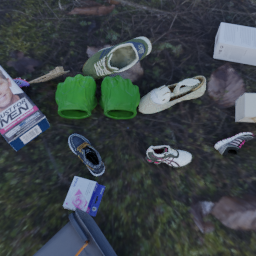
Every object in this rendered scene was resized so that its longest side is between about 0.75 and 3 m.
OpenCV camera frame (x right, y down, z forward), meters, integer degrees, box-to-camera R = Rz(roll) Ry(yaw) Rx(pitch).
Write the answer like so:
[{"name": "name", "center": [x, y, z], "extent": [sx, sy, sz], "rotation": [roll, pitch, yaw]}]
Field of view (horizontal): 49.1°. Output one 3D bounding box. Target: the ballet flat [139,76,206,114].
[{"name": "ballet flat", "center": [1.579, -1.304, 10.093], "extent": [2.692, 0.839, 0.908], "rotation": [-20, 62, -11]}]

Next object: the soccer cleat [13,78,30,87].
[{"name": "soccer cleat", "center": [-4.327, -1.670, 10.606], "extent": [1.212, 0.404, 0.464], "rotation": [11, 78, 6]}]

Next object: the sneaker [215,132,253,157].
[{"name": "sneaker", "center": [3.559, 0.580, 9.216], "extent": [1.327, 0.489, 0.580], "rotation": [-19, 62, -6]}]

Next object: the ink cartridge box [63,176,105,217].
[{"name": "ink cartridge box", "center": [-1.319, 2.056, 8.505], "extent": [1.011, 0.219, 0.993], "rotation": [12, 60, 9]}]

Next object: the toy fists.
[{"name": "toy fists", "center": [-1.050, -1.107, 9.912], "extent": [2.951, 1.015, 1.504], "rotation": [0, 66, -1]}]

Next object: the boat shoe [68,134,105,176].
[{"name": "boat shoe", "center": [-1.345, 0.698, 8.948], "extent": [0.622, 0.798, 1.759], "rotation": [-36, 66, -19]}]

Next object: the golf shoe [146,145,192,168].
[{"name": "golf shoe", "center": [1.336, 0.881, 8.937], "extent": [1.514, 0.667, 0.585], "rotation": [3, 59, 0]}]

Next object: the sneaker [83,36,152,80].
[{"name": "sneaker", "center": [-0.600, -2.336, 9.738], "extent": [2.822, 0.946, 1.267], "rotation": [-18, 19, 26]}]

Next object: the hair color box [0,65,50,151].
[{"name": "hair color box", "center": [-4.144, -0.756, 9.572], "extent": [1.428, 0.864, 2.856], "rotation": [-40, 73, -18]}]

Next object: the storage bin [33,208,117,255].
[{"name": "storage bin", "center": [-1.161, 3.562, 6.848], "extent": [1.714, 1.857, 2.552], "rotation": [-38, 66, -8]}]

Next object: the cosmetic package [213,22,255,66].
[{"name": "cosmetic package", "center": [4.801, -3.307, 11.226], "extent": [2.475, 0.882, 1.255], "rotation": [13, 61, 7]}]

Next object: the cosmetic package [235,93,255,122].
[{"name": "cosmetic package", "center": [4.876, -0.631, 9.295], "extent": [2.275, 1.178, 0.831], "rotation": [1, 83, 7]}]

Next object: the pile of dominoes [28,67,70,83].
[{"name": "pile of dominoes", "center": [-2.891, -1.950, 10.250], "extent": [1.273, 0.992, 0.203], "rotation": [-14, 96, 26]}]
